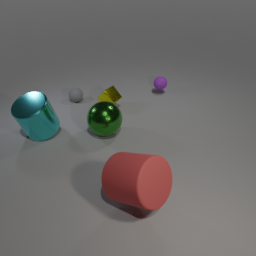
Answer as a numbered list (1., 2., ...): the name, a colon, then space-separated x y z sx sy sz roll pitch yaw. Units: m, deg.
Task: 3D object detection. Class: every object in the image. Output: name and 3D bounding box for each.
1. cylinder: -3.535 -0.446 10.811 1.400 1.400 1.400 -7 50 8
2. ball: -2.536 -1.614 13.635 0.700 0.700 0.700 0 32 0
3. ball: 1.656 -2.299 14.323 0.700 0.700 0.700 0 32 0
4. cylinder: 0.242 1.385 7.578 1.400 1.400 1.400 1 24 45
5. ball: -0.919 -0.362 11.039 1.400 1.400 1.400 0 32 0
6. cube: -0.846 -1.392 12.859 0.700 0.700 0.700 52 45 -1
